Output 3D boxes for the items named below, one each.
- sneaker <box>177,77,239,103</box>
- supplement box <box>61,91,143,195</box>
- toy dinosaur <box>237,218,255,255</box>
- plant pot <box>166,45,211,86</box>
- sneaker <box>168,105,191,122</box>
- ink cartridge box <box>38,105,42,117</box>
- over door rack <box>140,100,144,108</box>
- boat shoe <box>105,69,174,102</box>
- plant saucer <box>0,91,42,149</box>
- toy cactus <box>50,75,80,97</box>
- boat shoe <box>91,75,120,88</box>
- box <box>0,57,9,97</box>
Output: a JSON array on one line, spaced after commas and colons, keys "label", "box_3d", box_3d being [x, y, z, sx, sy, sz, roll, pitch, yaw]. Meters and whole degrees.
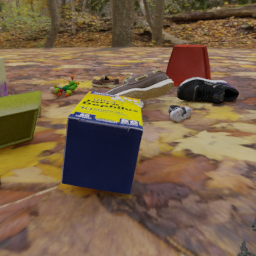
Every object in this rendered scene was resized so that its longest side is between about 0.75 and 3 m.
[{"label": "sneaker", "box_3d": [3.219, -1.440, 11.081, 2.522, 0.955, 1.104, -7, 26, -18]}, {"label": "supplement box", "box_3d": [-0.425, 0.140, 5.629, 1.239, 1.247, 2.277, 9, 17, -2]}, {"label": "toy dinosaur", "box_3d": [1.820, 1.520, 3.483, 0.700, 0.377, 1.589, 24, 33, 36]}, {"label": "plant pot", "box_3d": [3.273, -3.390, 14.942, 2.259, 1.991, 2.257, 7, 21, 18]}, {"label": "sneaker", "box_3d": [1.526, -0.484, 9.076, 0.643, 0.427, 1.130, 15, 19, 38]}, {"label": "ink cartridge box", "box_3d": [-3.781, -0.688, 9.373, 1.531, 0.575, 1.262, -9, 20, -24]}, {"label": "over door rack", "box_3d": [0.062, -0.700, 9.037, 0.710, 0.320, 0.961, -9, -1, -9]}, {"label": "boat shoe", "box_3d": [0.323, -1.456, 10.201, 2.893, 1.039, 0.861, -20, 67, -25]}, {"label": "plant saucer", "box_3d": [-2.781, -0.071, 6.675, 1.551, 1.553, 0.372, -19, 57, -43]}, {"label": "toy cactus", "box_3d": [-2.961, -1.814, 12.558, 1.299, 0.805, 1.575, -2, 26, 24]}, {"label": "boat shoe", "box_3d": [-1.142, -2.375, 14.154, 1.631, 0.587, 0.588, 12, 23, 31]}, {"label": "box", "box_3d": [-5.796, -1.779, 10.688, 1.994, 1.754, 0.964, -17, 26, -40]}]
